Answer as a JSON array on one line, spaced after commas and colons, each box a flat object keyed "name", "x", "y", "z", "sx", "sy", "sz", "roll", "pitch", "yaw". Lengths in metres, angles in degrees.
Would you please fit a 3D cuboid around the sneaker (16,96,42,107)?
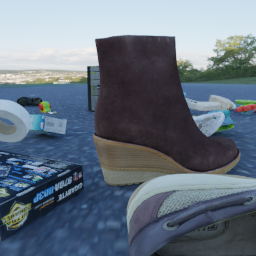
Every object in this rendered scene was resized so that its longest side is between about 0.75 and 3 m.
[{"name": "sneaker", "x": -4.691, "y": -1.281, "z": 13.474, "sx": 0.726, "sy": 0.485, "sz": 1.268, "roll": 1, "pitch": 3, "yaw": 42}]

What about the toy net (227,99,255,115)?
[{"name": "toy net", "x": 4.648, "y": -0.974, "z": 11.732, "sx": 1.480, "sy": 0.545, "sz": 2.822, "roll": -2, "pitch": 11, "yaw": -11}]

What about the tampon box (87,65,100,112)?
[{"name": "tampon box", "x": -0.837, "y": -1.662, "z": 11.770, "sx": 1.178, "sy": 1.866, "sz": 1.399, "roll": 7, "pitch": 13, "yaw": 31}]

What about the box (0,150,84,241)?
[{"name": "box", "x": -1.609, "y": 0.690, "z": 3.493, "sx": 1.673, "sy": 0.385, "sz": 1.330, "roll": 5, "pitch": 12, "yaw": 26}]

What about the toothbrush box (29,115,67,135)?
[{"name": "toothbrush box", "x": -2.075, "y": -0.083, "z": 6.900, "sx": 0.922, "sy": 0.393, "sz": 0.675, "roll": 1, "pitch": -8, "yaw": 37}]

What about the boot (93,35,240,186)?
[{"name": "boot", "x": 0.705, "y": -0.287, "z": 4.125, "sx": 2.480, "sy": 2.063, "sz": 0.897, "roll": -5, "pitch": 12, "yaw": -22}]

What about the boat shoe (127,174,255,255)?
[{"name": "boat shoe", "x": 1.278, "y": 0.756, "z": 1.948, "sx": 2.633, "sy": 0.947, "sz": 0.853, "roll": -2, "pitch": 17, "yaw": 5}]

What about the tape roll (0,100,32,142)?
[{"name": "tape roll", "x": -2.289, "y": -0.117, "z": 5.297, "sx": 0.849, "sy": 0.849, "sz": 0.297, "roll": 0, "pitch": 42, "yaw": 1}]

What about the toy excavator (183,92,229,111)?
[{"name": "toy excavator", "x": 1.827, "y": -0.915, "z": 10.036, "sx": 2.748, "sy": 1.372, "sz": 2.672, "roll": 26, "pitch": 29, "yaw": 36}]

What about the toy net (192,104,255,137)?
[{"name": "toy net", "x": 2.032, "y": -0.119, "z": 6.212, "sx": 1.442, "sy": 0.531, "sz": 2.748, "roll": -10, "pitch": 1, "yaw": 33}]

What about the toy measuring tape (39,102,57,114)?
[{"name": "toy measuring tape", "x": -3.247, "y": -0.831, "z": 11.289, "sx": 0.466, "sy": 0.466, "sz": 1.268, "roll": -9, "pitch": 14, "yaw": -40}]
